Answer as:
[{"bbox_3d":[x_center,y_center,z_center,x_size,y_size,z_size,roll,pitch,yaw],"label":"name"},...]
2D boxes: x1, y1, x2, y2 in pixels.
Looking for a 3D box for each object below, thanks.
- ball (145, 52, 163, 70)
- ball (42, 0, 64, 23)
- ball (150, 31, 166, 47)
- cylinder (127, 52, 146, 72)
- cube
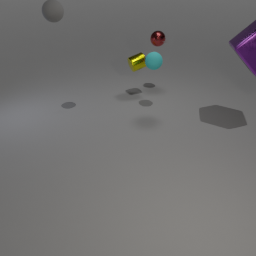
[{"bbox_3d":[1.032,-2.682,11.203,0.700,0.700,0.700,0,29,0],"label":"ball"},{"bbox_3d":[-2.454,-3.821,9.152,0.700,0.700,0.700,0,29,0],"label":"ball"},{"bbox_3d":[1.377,-4.115,12.895,0.700,0.700,0.700,0,29,0],"label":"ball"},{"bbox_3d":[0.433,-3.066,13.037,0.700,0.700,0.700,-25,34,-8],"label":"cylinder"},{"bbox_3d":[4.358,-2.631,9.097,1.400,1.400,1.400,-38,13,24],"label":"cube"}]
